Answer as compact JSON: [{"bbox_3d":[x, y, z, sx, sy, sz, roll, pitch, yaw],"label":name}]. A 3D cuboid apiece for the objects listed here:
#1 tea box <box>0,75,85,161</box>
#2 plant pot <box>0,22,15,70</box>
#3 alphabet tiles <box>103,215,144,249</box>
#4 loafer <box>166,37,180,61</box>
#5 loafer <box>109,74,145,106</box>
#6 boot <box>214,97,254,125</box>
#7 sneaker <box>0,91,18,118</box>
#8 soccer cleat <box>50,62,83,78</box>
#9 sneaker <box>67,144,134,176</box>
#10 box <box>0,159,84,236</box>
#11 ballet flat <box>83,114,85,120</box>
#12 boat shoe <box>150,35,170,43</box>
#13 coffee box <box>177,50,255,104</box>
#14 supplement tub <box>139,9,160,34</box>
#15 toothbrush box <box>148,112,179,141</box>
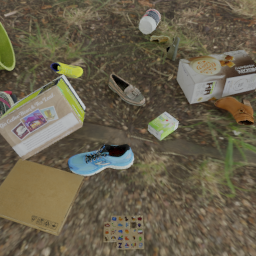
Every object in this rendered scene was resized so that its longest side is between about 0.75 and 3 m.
[{"bbox_3d":[-1.452,-0.231,4.876,1.171,0.783,1.152,-30,20,6],"label":"tea box"},{"bbox_3d":[-6.353,-3.215,11.365,2.416,2.544,2.544,-18,51,2],"label":"plant pot"},{"bbox_3d":[-0.120,2.804,7.560,1.078,0.041,0.901,0,50,0],"label":"alphabet tiles"},{"bbox_3d":[2.003,-3.650,12.669,0.506,0.547,1.454,12,51,5],"label":"loafer"},{"bbox_3d":[-0.092,-1.496,10.840,1.786,0.561,0.642,35,58,26],"label":"loafer"},{"bbox_3d":[3.867,-0.567,10.174,1.345,0.516,1.044,8,54,-3],"label":"boot"},{"bbox_3d":[-2.353,-0.068,5.564,0.510,0.550,1.365,-23,84,-59],"label":"sneaker"},{"bbox_3d":[-1.835,-1.723,8.312,1.098,0.355,0.459,17,8,29],"label":"soccer cleat"},{"bbox_3d":[-0.852,0.831,8.635,2.064,0.928,0.809,-11,51,-9],"label":"sneaker"},{"bbox_3d":[-2.640,1.917,8.173,2.233,0.238,1.825,13,51,12],"label":"box"},{"bbox_3d":[-1.939,-0.129,9.921,0.403,0.277,1.197,10,41,35],"label":"ballet flat"},{"bbox_3d":[1.515,-4.179,13.318,0.902,0.323,0.344,3,63,12],"label":"boat shoe"},{"bbox_3d":[3.501,-2.019,10.928,2.739,1.092,1.566,-10,51,-8],"label":"coffee box"},{"bbox_3d":[1.071,-5.256,13.842,0.818,0.818,1.166,17,51,14],"label":"supplement tub"},{"bbox_3d":[1.221,-0.074,9.765,0.878,0.378,0.640,-32,57,-26],"label":"toothbrush box"}]
